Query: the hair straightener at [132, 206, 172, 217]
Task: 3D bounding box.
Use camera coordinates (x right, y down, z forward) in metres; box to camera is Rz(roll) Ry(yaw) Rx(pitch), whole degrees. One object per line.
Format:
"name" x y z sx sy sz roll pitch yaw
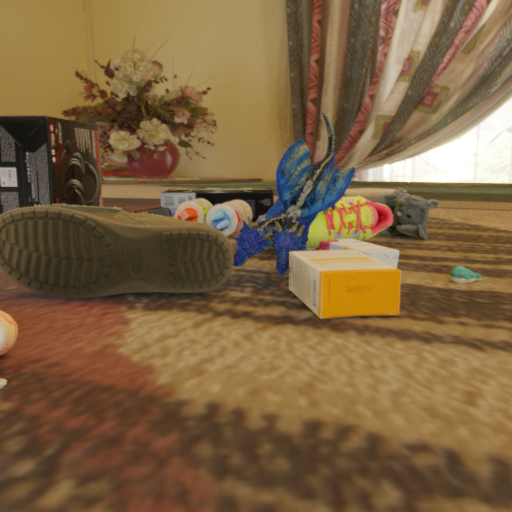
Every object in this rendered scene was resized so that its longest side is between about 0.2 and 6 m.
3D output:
"hair straightener" -3.309 -1.001 14.959 2.400 0.491 0.923 -8 12 -37

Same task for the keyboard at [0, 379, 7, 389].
"keyboard" -3.595 0.947 4.574 3.154 0.168 0.888 4 10 19

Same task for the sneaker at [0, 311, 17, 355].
"sneaker" -2.841 0.599 4.610 1.618 0.609 0.846 7 -6 -22

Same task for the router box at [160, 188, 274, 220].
"router box" -1.136 -1.656 17.601 3.356 0.877 2.639 0 10 1

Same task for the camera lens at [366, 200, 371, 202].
"camera lens" 2.319 -1.077 12.769 0.595 0.476 0.476 15 15 25

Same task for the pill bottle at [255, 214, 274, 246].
"pill bottle" 0.398 -0.530 11.652 0.640 0.640 1.140 -3 9 -14

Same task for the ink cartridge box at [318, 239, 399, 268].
"ink cartridge box" 1.603 0.032 8.863 0.755 0.434 1.041 -4 13 -38

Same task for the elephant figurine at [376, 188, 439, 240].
"elephant figurine" 3.517 -0.923 12.692 1.370 1.249 1.765 -18 8 -16

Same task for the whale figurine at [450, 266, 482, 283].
"whale figurine" 3.106 0.273 8.291 0.450 0.233 0.358 1 10 4

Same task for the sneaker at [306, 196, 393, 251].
"sneaker" 1.693 -0.757 11.067 1.286 1.113 2.847 -9 1 43

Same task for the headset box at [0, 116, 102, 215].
"headset box" -5.225 -2.124 14.701 1.456 2.805 3.769 1 9 5

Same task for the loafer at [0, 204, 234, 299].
"loafer" -1.917 -0.052 7.671 3.200 1.217 1.079 8 8 -5

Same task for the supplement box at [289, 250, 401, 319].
"supplement box" 1.048 0.316 7.037 0.972 0.567 1.542 -2 10 -9

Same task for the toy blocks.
"toy blocks" -1.215 -0.906 13.527 1.819 0.792 2.182 3 10 13

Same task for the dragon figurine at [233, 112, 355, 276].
"dragon figurine" 0.837 -1.091 9.132 1.122 3.814 1.896 30 -20 4

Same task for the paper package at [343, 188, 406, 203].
"paper package" 2.735 -1.290 15.103 1.967 1.018 1.875 -6 11 -26
